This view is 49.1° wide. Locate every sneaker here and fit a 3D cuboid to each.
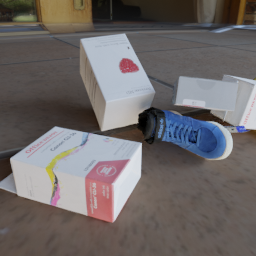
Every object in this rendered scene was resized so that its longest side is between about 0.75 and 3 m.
[{"bbox_3d":[1.197,0.124,7.000,1.444,0.996,2.596,-1,20,-30],"label":"sneaker"}]

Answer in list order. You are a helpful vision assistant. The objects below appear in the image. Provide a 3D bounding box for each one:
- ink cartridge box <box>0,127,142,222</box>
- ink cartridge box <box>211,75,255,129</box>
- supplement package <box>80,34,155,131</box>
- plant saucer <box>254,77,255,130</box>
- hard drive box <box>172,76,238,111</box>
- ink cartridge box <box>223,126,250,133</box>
[{"bbox_3d":[-1.243,0.786,5.887,2.729,0.921,1.589,9,27,18],"label":"ink cartridge box"},{"bbox_3d":[3.408,-0.726,7.926,1.900,1.221,1.190,4,21,-27],"label":"ink cartridge box"},{"bbox_3d":[-0.431,-1.429,8.580,1.508,1.489,2.487,-14,61,-19],"label":"supplement package"},{"bbox_3d":[4.781,-0.792,8.211,2.769,0.671,2.769,-48,35,1],"label":"plant saucer"},{"bbox_3d":[1.833,-0.838,7.072,1.337,0.659,1.715,8,5,6],"label":"hard drive box"},{"bbox_3d":[2.624,0.031,7.049,0.376,0.148,0.756,-8,4,-37],"label":"ink cartridge box"}]
